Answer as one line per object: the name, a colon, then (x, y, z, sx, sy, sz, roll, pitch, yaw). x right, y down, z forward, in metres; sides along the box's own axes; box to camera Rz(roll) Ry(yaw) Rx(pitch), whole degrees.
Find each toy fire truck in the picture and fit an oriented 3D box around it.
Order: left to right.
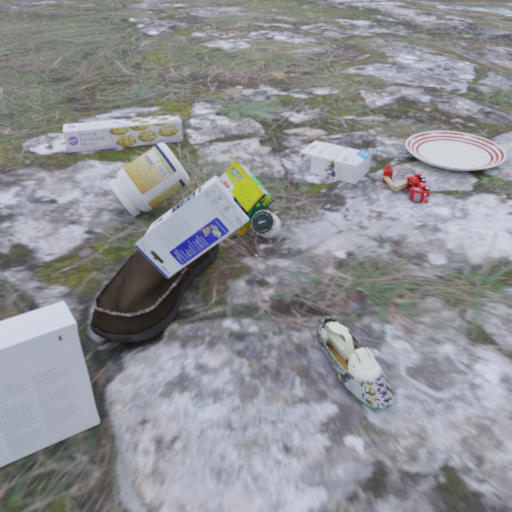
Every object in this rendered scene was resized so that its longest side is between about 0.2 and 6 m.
toy fire truck: (3.450, -1.650, 12.973, 0.925, 0.320, 1.312, 1, 34, 3)

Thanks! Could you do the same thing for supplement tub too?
supplement tub: (-2.264, -1.593, 11.864, 1.446, 1.044, 1.044, -36, 41, -4)

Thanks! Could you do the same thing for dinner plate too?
dinner plate: (5.141, -2.684, 14.552, 2.511, 0.304, 2.511, 0, 34, 0)

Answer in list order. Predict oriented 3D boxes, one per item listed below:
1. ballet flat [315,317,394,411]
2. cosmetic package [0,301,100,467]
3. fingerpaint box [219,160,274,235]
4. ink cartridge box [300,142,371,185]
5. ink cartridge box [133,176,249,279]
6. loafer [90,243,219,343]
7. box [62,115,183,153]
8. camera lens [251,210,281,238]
ballet flat: (1.369, 1.458, 8.063, 0.619, 0.619, 1.721, -14, 37, -21)
cosmetic package: (-3.170, 1.710, 6.642, 2.298, 1.732, 0.594, -19, 38, -26)
fingerpaint box: (-0.342, -1.187, 11.396, 0.435, 0.990, 1.187, 25, 22, -51)
ink cartridge box: (1.930, -2.315, 13.786, 1.533, 0.520, 0.883, 20, 38, 27)
ink cartridge box: (-0.921, -0.388, 7.947, 1.533, 0.762, 0.301, -34, 25, 14)
loafer: (-1.716, 0.115, 9.502, 1.241, 1.213, 3.400, 11, 35, 15)
box: (-3.581, -3.332, 15.227, 3.140, 0.651, 0.608, -8, 34, -13)
camera lens: (0.202, -0.608, 10.912, 0.484, 0.484, 0.605, 13, -3, 19)
